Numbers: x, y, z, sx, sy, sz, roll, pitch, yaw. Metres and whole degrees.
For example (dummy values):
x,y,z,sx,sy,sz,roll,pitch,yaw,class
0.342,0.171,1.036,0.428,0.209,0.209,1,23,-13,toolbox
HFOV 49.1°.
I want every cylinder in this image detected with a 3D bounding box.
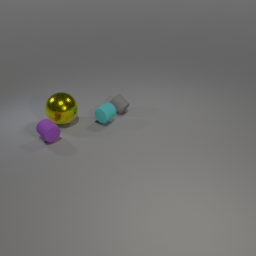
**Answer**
x,y,z,sx,sy,sz,roll,pitch,yaw,class
-0.983,-0.665,12.259,0.700,0.700,0.700,19,37,30,cylinder
-3.126,0.093,10.994,0.700,0.700,0.700,-24,44,-36,cylinder
-0.396,-1.133,13.208,0.700,0.700,0.700,45,43,8,cylinder

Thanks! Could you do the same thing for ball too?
x,y,z,sx,sy,sz,roll,pitch,yaw,class
-2.858,-0.843,12.095,1.400,1.400,1.400,0,29,0,ball
